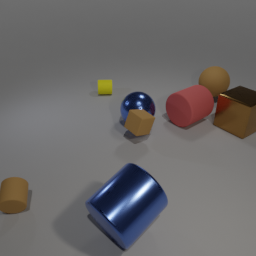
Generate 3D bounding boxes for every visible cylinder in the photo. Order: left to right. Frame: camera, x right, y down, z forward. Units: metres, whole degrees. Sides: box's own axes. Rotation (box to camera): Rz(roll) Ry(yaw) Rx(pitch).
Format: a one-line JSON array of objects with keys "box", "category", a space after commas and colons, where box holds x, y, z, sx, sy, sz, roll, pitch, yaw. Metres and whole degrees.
[{"box": [-3.013, 1.770, 7.376, 0.700, 0.700, 0.700, -5, 46, -9], "category": "cylinder"}, {"box": [-1.135, -2.028, 13.841, 0.700, 0.700, 0.700, -1, 31, -5], "category": "cylinder"}, {"box": [-0.031, 1.777, 6.533, 1.400, 1.400, 1.400, -40, 47, -24], "category": "cylinder"}, {"box": [2.488, -0.907, 11.320, 1.400, 1.400, 1.400, -23, 38, -34], "category": "cylinder"}]

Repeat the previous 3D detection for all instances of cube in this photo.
[{"box": [0.413, -0.206, 9.998, 0.700, 0.700, 0.700, -7, 35, -44], "category": "cube"}, {"box": [4.419, -0.655, 10.930, 1.400, 1.400, 1.400, -21, 37, -31], "category": "cube"}]

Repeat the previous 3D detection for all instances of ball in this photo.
[{"box": [0.392, -0.742, 11.087, 1.400, 1.400, 1.400, 0, 31, 0], "category": "ball"}, {"box": [3.972, -2.136, 12.928, 1.400, 1.400, 1.400, 0, 31, 0], "category": "ball"}]
